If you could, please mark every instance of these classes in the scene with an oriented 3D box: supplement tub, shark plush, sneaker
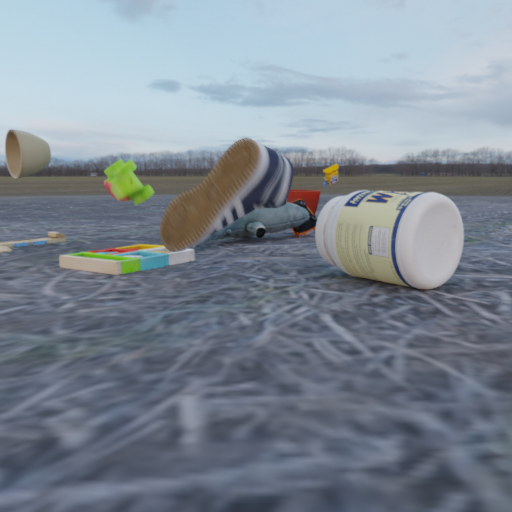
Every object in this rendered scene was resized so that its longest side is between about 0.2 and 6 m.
[{"bbox_3d":[1.962,-0.294,8.488,1.376,1.376,1.898,-6,10,-37],"label":"supplement tub"},{"bbox_3d":[-0.264,-0.945,13.306,1.565,1.707,3.756,28,18,28],"label":"shark plush"},{"bbox_3d":[-0.416,-0.834,8.931,2.377,0.833,1.290,-41,-24,28],"label":"sneaker"}]

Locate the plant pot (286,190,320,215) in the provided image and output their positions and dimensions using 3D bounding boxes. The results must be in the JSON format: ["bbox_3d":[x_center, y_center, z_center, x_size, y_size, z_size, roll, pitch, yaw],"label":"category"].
[{"bbox_3d":[1.182,-1.537,18.077,1.324,1.166,1.322,-3,9,-25],"label":"plant pot"}]

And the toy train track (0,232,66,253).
[{"bbox_3d":[-5.620,-0.419,12.777,1.590,0.451,2.772,6,9,35],"label":"toy train track"}]

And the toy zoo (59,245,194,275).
[{"bbox_3d":[-2.216,0.021,10.378,1.501,0.234,2.287,5,9,34],"label":"toy zoo"}]

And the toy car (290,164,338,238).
[{"bbox_3d":[1.746,-1.353,15.311,2.436,0.811,1.195,-40,56,-19],"label":"toy car"}]

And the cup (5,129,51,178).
[{"bbox_3d":[-4.711,-2.133,11.663,0.706,0.987,0.987,-11,13,-40],"label":"cup"}]

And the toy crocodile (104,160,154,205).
[{"bbox_3d":[-2.312,-1.225,9.707,0.626,0.684,2.027,-38,22,-14],"label":"toy crocodile"}]
